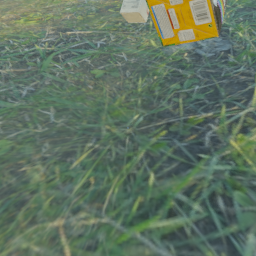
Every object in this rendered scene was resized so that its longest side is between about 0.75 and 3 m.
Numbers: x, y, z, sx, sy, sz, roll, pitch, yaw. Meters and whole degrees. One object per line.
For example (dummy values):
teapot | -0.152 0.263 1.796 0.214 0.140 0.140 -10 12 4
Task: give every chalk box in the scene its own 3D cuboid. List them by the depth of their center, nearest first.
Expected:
chalk box | 1.124 -2.444 4.981 1.052 1.059 1.697 -2 49 30

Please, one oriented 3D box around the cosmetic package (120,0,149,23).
cosmetic package | 0.348 -4.105 8.789 0.731 0.617 1.413 14 85 30
